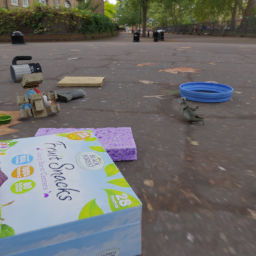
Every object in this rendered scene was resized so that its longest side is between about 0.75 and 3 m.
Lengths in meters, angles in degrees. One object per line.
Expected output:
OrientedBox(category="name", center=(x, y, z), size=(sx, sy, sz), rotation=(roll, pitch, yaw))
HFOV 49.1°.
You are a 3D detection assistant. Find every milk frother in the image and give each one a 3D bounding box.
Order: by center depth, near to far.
OrientedBox(category="milk frother", center=(-5.967, -3.207, 16.114), size=(1.531, 1.469, 1.628), rotation=(-14, -18, -33))

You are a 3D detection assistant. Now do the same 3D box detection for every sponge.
OrientedBox(category="sponge", center=(-1.132, 0.403, 7.278), size=(2.611, 0.389, 1.456), rotation=(-2, 21, -3))

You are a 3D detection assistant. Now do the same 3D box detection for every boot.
OrientedBox(category="boot", center=(-2.612, -1.484, 12.181), size=(1.114, 0.445, 1.225), rotation=(23, 35, 18))

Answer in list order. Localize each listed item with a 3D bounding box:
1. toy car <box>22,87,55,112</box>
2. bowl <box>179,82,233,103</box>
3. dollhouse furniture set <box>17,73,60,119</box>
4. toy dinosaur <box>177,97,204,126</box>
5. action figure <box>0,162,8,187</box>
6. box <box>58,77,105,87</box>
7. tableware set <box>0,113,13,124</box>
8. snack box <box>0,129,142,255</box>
OrientedBox(category="toy car", center=(-3.304, -0.914, 10.474), size=(1.064, 0.941, 0.981), rotation=(23, 6, -19))
OrientedBox(category="bowl", center=(3.450, -1.608, 12.492), size=(2.303, 0.452, 2.303), rotation=(0, 20, 0))
OrientedBox(category="dollhouse furniture set", center=(-3.284, -1.080, 9.982), size=(1.301, 1.484, 0.986), rotation=(-12, -2, -26))
OrientedBox(category="toy dinosaur", center=(2.127, -0.442, 9.486), size=(0.688, 0.518, 1.345), rotation=(-3, 49, -17))
OrientedBox(category="action figure", center=(-2.313, 1.106, 2.669), size=(1.753, 1.949, 2.617), rotation=(-19, 36, 19))
OrientedBox(category="box", center=(-2.474, -2.531, 15.225), size=(2.256, 0.240, 1.844), rotation=(0, 21, 1))
OrientedBox(category="tableware set", center=(-5.001, -0.445, 9.585), size=(1.525, 0.347, 2.264), rotation=(-19, 27, -41))
OrientedBox(category="snack box", center=(-1.422, 1.066, 4.678), size=(2.452, 0.984, 2.907), rotation=(-7, 24, -19))
